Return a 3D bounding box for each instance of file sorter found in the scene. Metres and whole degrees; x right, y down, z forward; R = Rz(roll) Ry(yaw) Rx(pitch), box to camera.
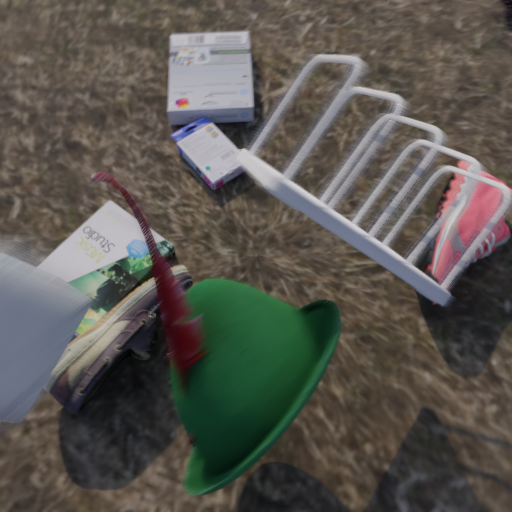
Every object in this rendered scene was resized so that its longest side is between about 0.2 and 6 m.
[{"bbox_3d":[1.414,-0.958,6.800,2.620,1.818,1.631,32,100,-21],"label":"file sorter"}]

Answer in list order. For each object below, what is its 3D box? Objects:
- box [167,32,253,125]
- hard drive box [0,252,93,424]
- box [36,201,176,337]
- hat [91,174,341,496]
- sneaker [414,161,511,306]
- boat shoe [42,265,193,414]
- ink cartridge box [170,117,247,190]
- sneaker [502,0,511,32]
[{"bbox_3d":[-0.923,-3.628,11.354,1.675,0.442,2.148,-3,60,-1],"label":"box"},{"bbox_3d":[-3.278,0.780,6.287,0.871,2.268,1.768,25,82,36],"label":"hard drive box"},{"bbox_3d":[-2.590,0.217,9.239,1.520,0.383,2.107,33,67,18],"label":"box"},{"bbox_3d":[-0.850,0.669,6.277,2.780,3.159,2.616,39,29,-8],"label":"hat"},{"bbox_3d":[3.498,-0.352,9.178,1.239,1.052,2.856,23,63,11],"label":"sneaker"},{"bbox_3d":[-1.915,1.222,8.409,2.721,0.979,0.882,-41,82,-25],"label":"boat shoe"},{"bbox_3d":[-0.883,-1.943,10.503,0.835,0.294,1.399,-35,69,-18],"label":"ink cartridge box"},{"bbox_3d":[3.753,-3.417,7.556,0.931,2.494,1.005,-2,25,6],"label":"sneaker"}]
